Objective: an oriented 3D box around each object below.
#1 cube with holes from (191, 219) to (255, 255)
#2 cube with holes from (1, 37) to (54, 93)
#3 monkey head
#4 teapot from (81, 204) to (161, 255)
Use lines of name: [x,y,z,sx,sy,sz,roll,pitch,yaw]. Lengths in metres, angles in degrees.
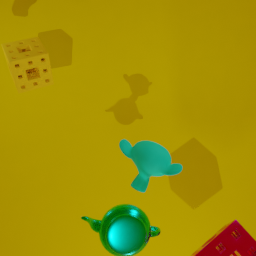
cube with holes: [2.076,2.772,5.651,1.188,1.188,1.188,-38,66,-8]
cube with holes: [-2.357,-1.497,6.624,0.850,0.850,0.850,-20,50,-21]
monkey head: [0.310,0.614,4.541,1.083,0.652,0.779,24,68,17]
teapot: [-0.100,1.521,4.304,1.265,0.619,0.786,10,90,-7]
